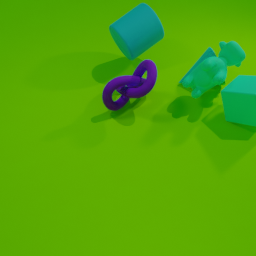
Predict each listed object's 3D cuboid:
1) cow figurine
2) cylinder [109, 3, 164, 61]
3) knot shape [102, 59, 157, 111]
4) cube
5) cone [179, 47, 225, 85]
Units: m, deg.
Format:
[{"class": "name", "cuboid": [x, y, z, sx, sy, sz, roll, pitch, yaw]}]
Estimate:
[{"class": "cow figurine", "cuboid": [2.532, -1.745, 8.214, 0.950, 1.730, 1.702, 49, 42, -3]}, {"class": "cylinder", "cuboid": [0.281, -3.167, 9.287, 1.337, 1.337, 1.337, -37, 54, -3]}, {"class": "knot shape", "cuboid": [0.187, -1.284, 8.114, 1.834, 1.716, 0.847, -39, 101, -45]}, {"class": "cube", "cuboid": [3.366, -0.783, 7.817, 1.013, 1.013, 1.013, -38, 32, -28]}, {"class": "cone", "cuboid": [2.281, -1.749, 9.177, 1.319, 1.314, 1.314, -23, 46, 12]}]
